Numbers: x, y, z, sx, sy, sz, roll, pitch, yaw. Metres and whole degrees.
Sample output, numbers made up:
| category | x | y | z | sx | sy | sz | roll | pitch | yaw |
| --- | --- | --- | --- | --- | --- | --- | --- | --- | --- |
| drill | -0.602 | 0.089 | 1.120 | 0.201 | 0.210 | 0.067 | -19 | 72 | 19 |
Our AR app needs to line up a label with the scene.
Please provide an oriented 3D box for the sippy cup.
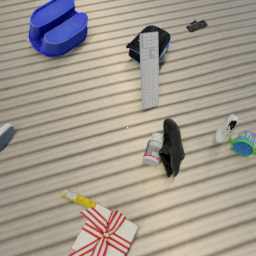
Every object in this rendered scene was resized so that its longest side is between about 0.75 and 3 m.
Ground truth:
| category | x | y | z | sx | sy | sz | roll | pitch | yaw |
| --- | --- | --- | --- | --- | --- | --- | --- | --- | --- |
| sippy cup | 4.354 | 0.516 | 10.391 | 1.022 | 0.802 | 0.749 | 47 | 54 | -15 |

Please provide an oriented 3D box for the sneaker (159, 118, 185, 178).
| category | x | y | z | sx | sy | sz | roll | pitch | yaw |
| --- | --- | --- | --- | --- | --- | --- | --- | --- | --- |
| sneaker | 1.478 | 0.681 | 9.919 | 1.029 | 0.593 | 1.974 | -18 | 92 | -46 |

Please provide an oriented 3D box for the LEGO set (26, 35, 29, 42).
| category | x | y | z | sx | sy | sz | roll | pitch | yaw |
| --- | --- | --- | --- | --- | --- | --- | --- | --- | --- |
| LEGO set | -4.288 | -4.318 | 13.193 | 1.004 | 0.374 | 0.462 | -19 | 63 | -10 |

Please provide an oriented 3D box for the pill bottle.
| category | x | y | z | sx | sy | sz | roll | pitch | yaw |
| --- | --- | --- | --- | --- | --- | --- | --- | --- | --- |
| pill bottle | 0.973 | 0.766 | 10.279 | 0.624 | 0.624 | 1.127 | 16 | 63 | 9 |

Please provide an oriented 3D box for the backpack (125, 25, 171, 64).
| category | x | y | z | sx | sy | sz | roll | pitch | yaw |
| --- | --- | --- | --- | --- | --- | --- | --- | --- | --- |
| backpack | 0.968 | -3.510 | 12.219 | 1.539 | 1.236 | 1.682 | 33 | 75 | 11 |

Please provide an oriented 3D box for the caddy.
| category | x | y | z | sx | sy | sz | roll | pitch | yaw |
| --- | --- | --- | --- | --- | --- | --- | --- | --- | --- |
| caddy | -3.118 | -4.523 | 12.719 | 2.871 | 1.507 | 2.029 | -41 | 92 | -20 |

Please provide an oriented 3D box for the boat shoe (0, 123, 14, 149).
| category | x | y | z | sx | sy | sz | roll | pitch | yaw |
| --- | --- | --- | --- | --- | --- | --- | --- | --- | --- |
| boat shoe | -5.196 | 0.610 | 10.255 | 0.793 | 0.806 | 2.236 | 32 | 68 | 12 |

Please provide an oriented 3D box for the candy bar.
| category | x | y | z | sx | sy | sz | roll | pitch | yaw |
| --- | --- | --- | --- | --- | --- | --- | --- | --- | --- |
| candy bar | -1.656 | 2.465 | 9.624 | 1.394 | 0.154 | 0.348 | 20 | 59 | 11 |

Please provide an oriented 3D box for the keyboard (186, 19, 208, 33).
| category | x | y | z | sx | sy | sz | roll | pitch | yaw |
| --- | --- | --- | --- | --- | --- | --- | --- | --- | --- |
| keyboard | 3.351 | -5.072 | 13.749 | 1.023 | 0.131 | 0.614 | -25 | 64 | -14 |

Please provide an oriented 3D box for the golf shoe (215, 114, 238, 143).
| category | x | y | z | sx | sy | sz | roll | pitch | yaw |
| --- | --- | --- | --- | --- | --- | --- | --- | --- | --- |
| golf shoe | 3.383 | 0.072 | 9.663 | 0.448 | 1.144 | 0.556 | 26 | 19 | 0 |

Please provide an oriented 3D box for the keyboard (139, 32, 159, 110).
| category | x | y | z | sx | sy | sz | roll | pitch | yaw |
| --- | --- | --- | --- | --- | --- | --- | --- | --- | --- |
| keyboard | 0.842 | -2.146 | 10.738 | 0.810 | 2.876 | 0.153 | -14 | 26 | -24 |

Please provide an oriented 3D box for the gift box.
| category | x | y | z | sx | sy | sz | roll | pitch | yaw |
| --- | --- | --- | --- | --- | --- | --- | --- | --- | --- |
| gift box | -0.759 | 3.311 | 8.306 | 1.772 | 1.655 | 1.635 | 21 | 63 | 10 |
